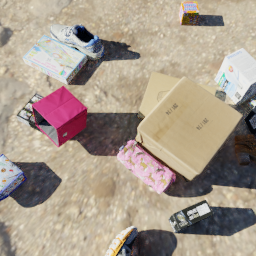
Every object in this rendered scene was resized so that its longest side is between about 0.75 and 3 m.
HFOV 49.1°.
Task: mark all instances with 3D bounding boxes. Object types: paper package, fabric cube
[{"bbox_3d":[2.192,0.020,10.489,2.827,1.534,2.966,38,73,12],"label":"paper package"},{"bbox_3d":[-2.534,-0.415,10.567,1.444,1.417,1.440,42,60,16],"label":"fabric cube"}]

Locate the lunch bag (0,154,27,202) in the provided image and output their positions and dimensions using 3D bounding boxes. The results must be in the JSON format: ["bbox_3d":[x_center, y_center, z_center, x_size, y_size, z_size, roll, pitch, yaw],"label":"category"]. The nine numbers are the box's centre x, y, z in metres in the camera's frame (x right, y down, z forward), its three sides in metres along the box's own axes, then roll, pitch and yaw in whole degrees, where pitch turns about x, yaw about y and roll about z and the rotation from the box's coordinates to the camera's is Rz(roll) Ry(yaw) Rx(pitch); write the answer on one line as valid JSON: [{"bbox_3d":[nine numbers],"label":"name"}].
[{"bbox_3d":[-4.687,1.905,10.270,1.205,0.878,1.418,35,60,16],"label":"lunch bag"}]

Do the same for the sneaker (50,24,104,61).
[{"bbox_3d":[-2.436,-4.413,13.198,2.993,1.275,1.153,26,66,13],"label":"sneaker"}]

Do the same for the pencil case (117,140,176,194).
[{"bbox_3d":[0.675,1.442,10.428,2.282,0.987,0.945,39,66,15],"label":"pencil case"}]

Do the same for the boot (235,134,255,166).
[{"bbox_3d":[5.028,0.832,10.974,1.621,0.597,1.254,3,59,-2],"label":"boot"}]

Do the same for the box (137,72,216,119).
[{"bbox_3d":[2.133,-1.079,12.066,2.932,0.312,2.397,16,65,7],"label":"box"}]

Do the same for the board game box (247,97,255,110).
[{"bbox_3d":[5.697,-1.127,11.993,0.940,0.484,0.493,-25,66,-12],"label":"board game box"}]

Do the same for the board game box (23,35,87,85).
[{"bbox_3d":[-3.387,-3.223,13.075,2.461,0.421,1.655,28,66,13],"label":"board game box"}]

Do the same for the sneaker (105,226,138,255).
[{"bbox_3d":[-0.308,4.407,9.041,0.988,1.001,2.559,32,72,2],"label":"sneaker"}]

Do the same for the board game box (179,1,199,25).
[{"bbox_3d":[3.072,-5.790,14.147,0.801,0.800,0.800,-2,63,-1],"label":"board game box"}]

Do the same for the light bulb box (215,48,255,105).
[{"bbox_3d":[4.749,-2.150,11.874,1.011,1.606,1.620,-27,65,-14],"label":"light bulb box"}]

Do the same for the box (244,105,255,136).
[{"bbox_3d":[5.810,-0.457,11.233,1.663,1.234,0.890,-13,64,-7],"label":"box"}]

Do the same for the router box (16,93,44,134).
[{"bbox_3d":[-3.467,-0.517,11.666,1.809,0.462,1.349,27,64,11],"label":"router box"}]

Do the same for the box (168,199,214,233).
[{"bbox_3d":[2.123,3.036,9.591,1.288,1.055,0.555,-21,65,-9],"label":"box"}]
